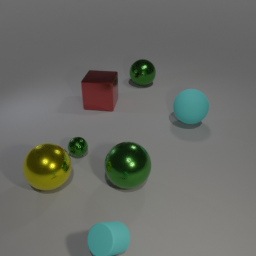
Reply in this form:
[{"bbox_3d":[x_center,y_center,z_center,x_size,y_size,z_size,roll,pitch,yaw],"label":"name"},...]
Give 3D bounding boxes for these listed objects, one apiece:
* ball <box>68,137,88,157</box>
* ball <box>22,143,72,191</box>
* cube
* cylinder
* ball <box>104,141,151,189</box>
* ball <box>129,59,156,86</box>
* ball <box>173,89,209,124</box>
[{"bbox_3d":[-1.743,0.652,9.726,0.700,0.700,0.700,0,32,0],"label":"ball"},{"bbox_3d":[-2.386,1.139,8.309,1.400,1.400,1.400,0,32,0],"label":"ball"},{"bbox_3d":[-1.254,-1.737,12.889,1.400,1.400,1.400,4,32,7],"label":"cube"},{"bbox_3d":[-0.418,2.442,6.181,0.700,0.700,0.700,25,-1,34],"label":"cylinder"},{"bbox_3d":[-0.002,1.103,8.354,1.400,1.400,1.400,0,32,0],"label":"ball"},{"bbox_3d":[0.774,-2.930,14.832,1.400,1.400,1.400,0,32,0],"label":"ball"},{"bbox_3d":[2.519,-0.858,11.226,1.400,1.400,1.400,0,32,0],"label":"ball"}]
